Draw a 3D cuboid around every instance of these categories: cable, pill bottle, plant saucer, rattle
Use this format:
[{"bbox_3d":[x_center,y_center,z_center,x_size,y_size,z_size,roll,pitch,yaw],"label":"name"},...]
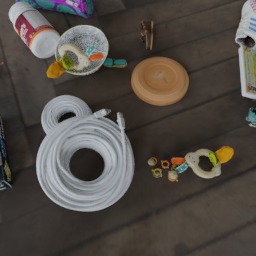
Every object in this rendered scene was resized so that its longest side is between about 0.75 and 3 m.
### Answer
[{"bbox_3d":[-1.035,0.856,7.042,2.401,0.831,2.400,-13,77,-15],"label":"cable"},{"bbox_3d":[-3.124,-3.287,9.310,1.039,1.039,1.896,-34,68,-16],"label":"pill bottle"},{"bbox_3d":[-1.733,-0.264,8.053,1.455,0.504,1.455,-4,63,-2],"label":"cable"},{"bbox_3d":[1.015,-1.547,8.843,1.823,0.294,1.823,0,64,0],"label":"plant saucer"},{"bbox_3d":[-1.534,-1.881,7.977,1.395,0.908,0.996,14,35,27],"label":"rattle"},{"bbox_3d":[1.891,0.823,7.241,1.303,0.931,0.848,11,77,-7],"label":"rattle"}]

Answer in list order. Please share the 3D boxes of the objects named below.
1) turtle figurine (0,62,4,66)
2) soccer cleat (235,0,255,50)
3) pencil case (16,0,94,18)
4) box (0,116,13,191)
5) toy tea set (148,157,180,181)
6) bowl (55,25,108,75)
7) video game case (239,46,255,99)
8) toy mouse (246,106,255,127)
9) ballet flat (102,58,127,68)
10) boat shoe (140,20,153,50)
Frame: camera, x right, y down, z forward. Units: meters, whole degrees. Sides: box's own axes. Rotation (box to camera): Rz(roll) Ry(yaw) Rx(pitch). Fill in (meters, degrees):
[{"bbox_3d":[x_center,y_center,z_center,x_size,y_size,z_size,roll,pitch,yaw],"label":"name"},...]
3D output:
[{"bbox_3d":[-4.464,-1.706,8.877,1.134,0.365,0.914,-20,64,-10],"label":"turtle figurine"},{"bbox_3d":[4.103,-3.394,9.462,1.083,0.876,2.508,-3,63,-2],"label":"soccer cleat"},{"bbox_3d":[-2.632,-4.728,9.971,2.760,1.175,1.276,11,37,6],"label":"pencil case"},{"bbox_3d":[-4.749,0.858,7.328,2.932,0.674,2.330,-17,63,-11],"label":"box"},{"bbox_3d":[0.966,1.073,7.457,0.930,0.344,0.553,14,64,7],"label":"toy tea set"},{"bbox_3d":[-1.361,-2.299,8.860,1.675,0.786,1.675,-2,76,8],"label":"bowl"},{"bbox_3d":[4.104,-1.550,8.387,1.589,0.200,1.746,12,65,-10],"label":"video game case"},{"bbox_3d":[4.056,-0.087,7.822,2.137,0.414,1.899,18,31,-3],"label":"toy mouse"},{"bbox_3d":[-0.464,-2.093,9.122,0.881,0.311,0.311,4,63,8],"label":"ballet flat"},{"bbox_3d":[0.626,-3.176,9.598,0.460,0.461,1.309,4,55,-3],"label":"boat shoe"}]
